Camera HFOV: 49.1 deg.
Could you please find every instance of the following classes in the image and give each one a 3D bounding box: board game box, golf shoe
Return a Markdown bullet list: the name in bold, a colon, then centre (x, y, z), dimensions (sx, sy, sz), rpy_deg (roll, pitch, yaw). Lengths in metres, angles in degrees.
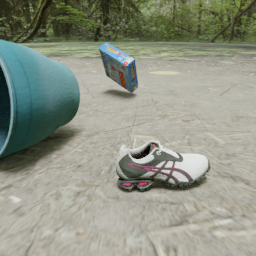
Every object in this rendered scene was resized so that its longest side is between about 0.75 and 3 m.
- **board game box**: centre (-0.372, -2.546, 11.937), dimensions (1.670, 1.706, 0.477), rpy_deg (38, 70, 26)
- **golf shoe**: centre (0.719, 0.675, 5.425), dimensions (1.916, 0.844, 0.739), rpy_deg (-7, 25, -11)

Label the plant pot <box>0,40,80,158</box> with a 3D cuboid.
- **plant pot**: centre (-2.734, -0.803, 7.046), dimensions (2.829, 2.829, 2.658), rpy_deg (12, 15, 28)
